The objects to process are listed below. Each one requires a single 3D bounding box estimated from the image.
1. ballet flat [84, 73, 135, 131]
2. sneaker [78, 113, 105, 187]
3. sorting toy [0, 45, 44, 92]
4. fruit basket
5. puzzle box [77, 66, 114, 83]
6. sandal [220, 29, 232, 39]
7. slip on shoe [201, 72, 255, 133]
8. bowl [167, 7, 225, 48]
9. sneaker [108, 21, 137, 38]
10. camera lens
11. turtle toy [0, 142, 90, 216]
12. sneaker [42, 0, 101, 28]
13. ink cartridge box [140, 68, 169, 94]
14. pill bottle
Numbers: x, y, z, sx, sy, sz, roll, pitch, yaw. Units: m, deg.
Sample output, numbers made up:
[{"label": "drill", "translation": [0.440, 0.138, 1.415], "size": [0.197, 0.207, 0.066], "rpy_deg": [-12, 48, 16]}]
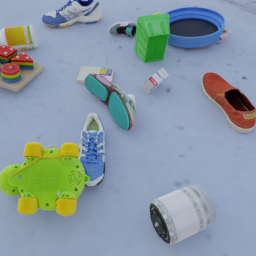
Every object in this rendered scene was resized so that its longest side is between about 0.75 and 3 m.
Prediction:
[{"label": "ballet flat", "translation": [-0.388, -0.979, 9.150], "size": [0.971, 0.943, 2.728], "rpy_deg": [-14, 46, -38]}, {"label": "sneaker", "translation": [-1.043, 0.544, 7.693], "size": [0.842, 0.857, 2.225], "rpy_deg": [-3, 50, -4]}, {"label": "sorting toy", "translation": [-4.275, -2.265, 10.104], "size": [1.766, 0.618, 1.776], "rpy_deg": [20, 43, 8]}, {"label": "fruit basket", "translation": [0.948, -3.755, 10.910], "size": [1.413, 1.959, 1.959], "rpy_deg": [-10, 49, -9]}, {"label": "puzzle box", "translation": [-1.190, -1.964, 10.428], "size": [1.285, 0.163, 0.855], "rpy_deg": [4, 48, 3]}, {"label": "sandal", "translation": [4.026, -4.024, 12.249], "size": [0.977, 0.280, 0.374], "rpy_deg": [-15, 41, 14]}, {"label": "slip on shoe", "translation": [3.291, -1.070, 9.174], "size": [1.019, 0.842, 2.750], "rpy_deg": [-13, 48, -9]}, {"label": "bowl", "translation": [2.731, -4.416, 12.223], "size": [2.855, 0.560, 2.855], "rpy_deg": [-3, 46, 4]}, {"label": "sneaker", "translation": [-0.125, -4.275, 12.282], "size": [1.357, 0.567, 0.819], "rpy_deg": [-19, 41, -18]}, {"label": "camera lens", "translation": [1.196, 1.932, 6.329], "size": [1.269, 1.015, 1.015], "rpy_deg": [-19, 51, -16]}, {"label": "turtle toy", "translation": [-2.065, 1.244, 6.817], "size": [2.306, 1.165, 1.680], "rpy_deg": [1, 74, 1]}, {"label": "sneaker", "translation": [-2.633, -5.456, 12.884], "size": [2.760, 1.216, 1.039], "rpy_deg": [-14, 51, -11]}, {"label": "ink cartridge box", "translation": [0.934, -1.642, 9.777], "size": [0.363, 0.626, 0.868], "rpy_deg": [48, 59, -1]}, {"label": "pill bottle", "translation": [-4.629, -3.648, 11.440], "size": [1.642, 0.912, 0.912], "rpy_deg": [-10, 49, -9]}]
